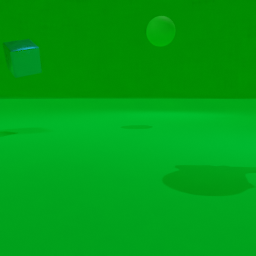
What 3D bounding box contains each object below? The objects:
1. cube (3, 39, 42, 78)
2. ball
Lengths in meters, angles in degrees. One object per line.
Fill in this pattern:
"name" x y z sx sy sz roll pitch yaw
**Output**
"cube" -2.987 -1.986 7.935 0.769 0.769 0.769 -20 42 -30
"ball" 1.181 -3.467 10.064 1.035 1.035 1.035 0 7 0
